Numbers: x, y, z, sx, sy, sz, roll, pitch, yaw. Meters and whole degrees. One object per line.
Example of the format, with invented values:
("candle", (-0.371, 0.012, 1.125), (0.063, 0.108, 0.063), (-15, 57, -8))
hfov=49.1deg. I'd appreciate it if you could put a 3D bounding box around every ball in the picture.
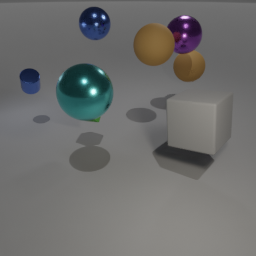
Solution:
("ball", (0.881, -2.822, 9.521), (1.400, 1.400, 1.400), (0, 28, 0))
("ball", (2.099, -3.524, 10.620), (1.400, 1.400, 1.400), (0, 28, 0))
("ball", (2.724, -2.755, 12.482), (1.400, 1.400, 1.400), (0, 28, 0))
("ball", (-1.055, -0.877, 6.897), (1.400, 1.400, 1.400), (0, 28, 0))
("ball", (-1.462, -4.587, 12.327), (1.400, 1.400, 1.400), (0, 28, 0))

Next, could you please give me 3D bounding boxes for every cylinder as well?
("cylinder", (-3.620, -1.724, 10.380), (0.700, 0.700, 0.700), (6, 61, -12))

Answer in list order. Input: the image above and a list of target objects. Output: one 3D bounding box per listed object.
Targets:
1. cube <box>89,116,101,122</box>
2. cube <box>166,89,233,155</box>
("cube", (-1.324, -0.647, 9.250), (0.700, 0.700, 0.700), (6, -15, 34))
("cube", (2.032, -0.243, 7.917), (1.400, 1.400, 1.400), (10, 25, 35))
